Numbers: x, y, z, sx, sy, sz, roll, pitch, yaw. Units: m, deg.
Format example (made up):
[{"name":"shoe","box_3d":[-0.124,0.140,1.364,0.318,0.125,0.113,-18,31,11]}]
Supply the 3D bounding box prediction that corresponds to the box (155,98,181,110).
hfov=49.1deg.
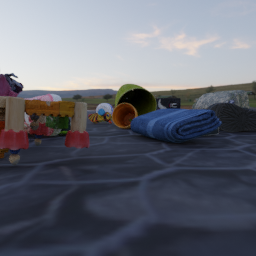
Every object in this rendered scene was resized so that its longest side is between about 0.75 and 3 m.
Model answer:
[{"name":"box","box_3d":[1.254,-0.725,11.993,1.833,1.120,0.972,0,4,-2]}]

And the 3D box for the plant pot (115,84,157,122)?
[{"name":"plant pot","box_3d":[0.119,-1.072,10.732,1.515,1.515,1.619,-1,27,-14]}]

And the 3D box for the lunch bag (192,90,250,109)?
[{"name":"lunch bag","box_3d":[4.210,-0.892,12.774,1.772,1.472,2.112,-19,15,-33]}]

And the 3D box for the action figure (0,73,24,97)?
[{"name":"action figure","box_3d":[-3.908,-0.729,8.335,1.405,1.887,1.264,36,11,-14]}]

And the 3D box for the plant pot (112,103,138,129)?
[{"name":"plant pot","box_3d":[-0.022,-0.355,9.768,0.864,0.864,0.791,1,-10,19]}]

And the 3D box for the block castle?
[{"name":"block castle","box_3d":[-1.592,-0.013,4.478,1.303,0.915,1.950,2,5,-38]}]

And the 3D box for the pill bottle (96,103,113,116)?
[{"name":"pill bottle","box_3d":[-1.436,-1.042,17.225,0.970,0.970,1.731,0,5,1]}]

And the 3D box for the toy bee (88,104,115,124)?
[{"name":"toy bee","box_3d":[-1.051,-0.496,12.365,1.410,0.766,0.923,-32,-29,26]}]

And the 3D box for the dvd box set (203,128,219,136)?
[{"name":"dvd box set","box_3d":[1.675,0.052,7.749,1.013,0.204,1.385,-4,5,-17]}]

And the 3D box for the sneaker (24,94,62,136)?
[{"name":"sneaker","box_3d":[-2.681,-0.279,7.173,1.430,1.029,2.735,-4,3,-33]}]

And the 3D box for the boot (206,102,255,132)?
[{"name":"boot","box_3d":[2.964,-0.416,9.464,2.134,0.850,2.589,10,5,-18]}]

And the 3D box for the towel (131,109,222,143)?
[{"name":"towel","box_3d":[0.986,-0.065,6.612,1.257,0.547,2.252,-17,11,-19]}]

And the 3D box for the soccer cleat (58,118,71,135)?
[{"name":"soccer cleat","box_3d":[-1.735,-0.073,7.666,0.410,0.492,1.214,-1,4,-11]}]
